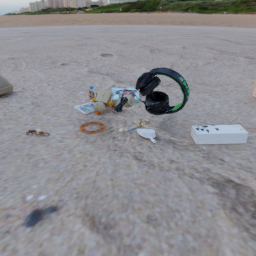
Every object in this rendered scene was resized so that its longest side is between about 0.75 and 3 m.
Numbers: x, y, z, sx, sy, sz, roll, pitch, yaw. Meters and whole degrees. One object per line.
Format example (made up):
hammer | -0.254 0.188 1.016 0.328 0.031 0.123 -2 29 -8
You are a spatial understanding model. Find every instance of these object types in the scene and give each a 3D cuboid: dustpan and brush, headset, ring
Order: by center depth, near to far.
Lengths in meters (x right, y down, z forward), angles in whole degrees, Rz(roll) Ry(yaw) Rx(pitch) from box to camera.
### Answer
headset | 0.756 -1.093 9.717 2.681 1.656 1.260 -5 35 39
dustpan and brush | 0.750 0.266 9.721 0.661 0.271 0.947 1 14 -21
ring | -1.328 -0.044 10.526 0.972 0.093 0.972 0 26 0

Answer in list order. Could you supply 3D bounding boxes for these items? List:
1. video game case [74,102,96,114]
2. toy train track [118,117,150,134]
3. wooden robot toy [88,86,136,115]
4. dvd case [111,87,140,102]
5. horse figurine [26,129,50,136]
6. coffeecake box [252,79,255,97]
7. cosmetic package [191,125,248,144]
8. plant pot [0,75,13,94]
video game case | -1.739 -0.867 12.231 0.862 0.111 0.948 -19 31 -33
toy train track | 0.257 -0.128 10.538 1.453 0.236 0.834 -21 32 -36
wooden robot toy | -0.927 -0.957 11.898 2.463 1.085 1.118 14 64 26
dvd case | -0.154 -1.663 13.794 1.390 0.210 1.904 0 25 0
horse figurine | -3.242 0.157 9.947 0.803 0.200 0.532 8 14 28
coffeecake box | 7.520 -1.659 12.912 2.573 0.940 1.975 -3 26 -7
cosmetic package | 3.107 0.207 9.595 1.726 0.437 0.712 -1 26 -3
plant pot | -6.756 -2.172 13.840 1.899 0.876 1.899 -6 21 2
